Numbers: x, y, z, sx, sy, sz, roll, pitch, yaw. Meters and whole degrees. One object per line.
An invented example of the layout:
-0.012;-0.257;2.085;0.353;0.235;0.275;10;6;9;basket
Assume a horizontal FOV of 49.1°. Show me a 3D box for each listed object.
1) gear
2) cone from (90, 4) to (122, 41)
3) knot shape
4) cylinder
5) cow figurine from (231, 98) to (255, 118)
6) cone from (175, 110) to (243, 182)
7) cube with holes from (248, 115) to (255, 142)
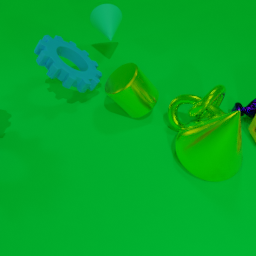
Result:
-1.694;-1.883;8.151;1.971;0.365;1.971;30;33;-22;gear
-0.668;-3.378;9.570;1.146;1.146;1.150;-7;60;-8;cone
2.012;-0.408;7.303;1.545;1.651;0.763;22;52;-34;knot shape
0.111;-1.026;7.700;1.103;1.103;1.103;-26;42;26;cylinder
3.408;-0.451;7.832;0.921;0.906;0.506;29;45;-22;cow figurine
2.056;0.094;6.101;1.665;1.672;1.665;3;59;-5;cone
3.980;0.019;6.606;1.346;1.346;1.346;-7;50;-7;cube with holes
